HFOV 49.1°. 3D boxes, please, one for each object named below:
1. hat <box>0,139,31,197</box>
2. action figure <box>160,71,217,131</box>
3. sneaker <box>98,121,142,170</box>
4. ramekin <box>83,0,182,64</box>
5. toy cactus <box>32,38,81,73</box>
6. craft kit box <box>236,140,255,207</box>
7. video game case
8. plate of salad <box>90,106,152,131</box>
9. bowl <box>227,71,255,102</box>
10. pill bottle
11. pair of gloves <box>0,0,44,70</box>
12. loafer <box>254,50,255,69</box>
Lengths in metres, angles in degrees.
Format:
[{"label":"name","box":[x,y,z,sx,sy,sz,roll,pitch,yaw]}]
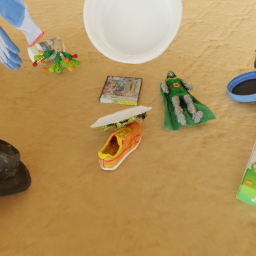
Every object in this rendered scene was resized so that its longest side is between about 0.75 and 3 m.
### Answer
[{"label":"hat","box":[-3.237,0.746,6.636,2.157,0.870,2.157,26,18,-9]},{"label":"action figure","box":[1.714,-1.125,9.499,1.642,0.760,2.780,-8,40,-4]},{"label":"sneaker","box":[-0.135,0.351,7.867,0.711,0.751,1.948,16,43,21]},{"label":"ramekin","box":[0.165,-2.809,7.207,2.389,2.389,1.165,7,6,8]},{"label":"toy cactus","box":[-2.797,-2.896,11.031,1.801,0.921,1.486,-2,69,-7]},{"label":"craft kit box","box":[4.557,1.183,7.078,2.855,0.692,2.819,22,45,22]},{"label":"video game case","box":[-0.225,-1.392,10.122,1.355,0.191,1.500,6,43,7]},{"label":"plate of salad","box":[-0.176,-0.248,8.253,1.895,0.455,1.895,-16,7,2]},{"label":"bowl","box":[4.269,-1.444,9.685,1.605,0.315,1.605,-19,31,12]},{"label":"pill bottle","box":[-3.383,-3.218,11.636,1.360,0.773,0.773,-29,51,-27]},{"label":"pair of gloves","box":[-3.150,-2.577,6.792,2.664,2.142,0.303,-22,19,47]},{"label":"loafer","box":[4.105,-2.400,8.570,0.439,1.293,0.454,-13,27,-23]}]
